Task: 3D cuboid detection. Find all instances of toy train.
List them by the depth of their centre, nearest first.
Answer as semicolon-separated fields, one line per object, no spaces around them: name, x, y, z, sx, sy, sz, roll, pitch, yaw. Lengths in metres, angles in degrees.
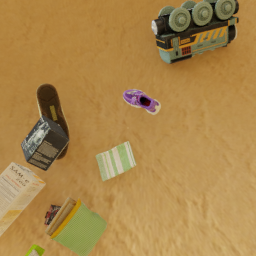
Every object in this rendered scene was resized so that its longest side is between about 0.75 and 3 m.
toy train;2.203;-3.184;9.014;2.959;1.686;1.261;-18;30;-11

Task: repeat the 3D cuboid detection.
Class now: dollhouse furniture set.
dollhouse furniture set;-1.529;3.080;6.547;1.382;1.067;2.765;41;68;-17

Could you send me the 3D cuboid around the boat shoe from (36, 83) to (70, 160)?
boat shoe;-2.231;-0.204;8.334;0.809;0.859;2.256;-8;102;-20

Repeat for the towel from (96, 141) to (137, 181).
towel;-0.353;0.943;8.095;1.109;0.130;0.846;-25;62;11

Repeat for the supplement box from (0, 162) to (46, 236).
supplement box;-3.321;2.028;7.410;0.787;1.350;2.142;38;76;7

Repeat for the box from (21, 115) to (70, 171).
box;-2.159;0.373;7.243;1.017;0.641;1.034;-52;36;1

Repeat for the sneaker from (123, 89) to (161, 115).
sneaker;0.347;-0.854;8.054;1.331;0.555;0.537;26;88;37

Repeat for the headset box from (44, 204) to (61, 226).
headset box;-1.930;2.490;7.792;0.760;0.285;0.565;11;59;3
